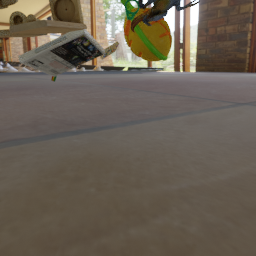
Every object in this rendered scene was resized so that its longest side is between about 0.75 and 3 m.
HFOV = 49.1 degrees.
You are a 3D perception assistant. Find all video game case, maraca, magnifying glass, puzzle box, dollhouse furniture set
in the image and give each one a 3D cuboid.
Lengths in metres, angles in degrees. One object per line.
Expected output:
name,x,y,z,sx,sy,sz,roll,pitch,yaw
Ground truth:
video game case,-1.795,-2.130,8.136,1.910,0.245,2.100,-21,-4,9
maraca,0.578,-3.475,9.821,1.534,2.868,1.967,-35,-32,21
magnifying glass,0.058,-3.310,8.340,0.447,1.123,0.126,12,-3,-7
puzzle box,-0.714,-2.953,10.725,0.678,0.130,1.019,-35,5,-9
dollhouse furniture set,-2.352,-3.071,5.867,2.088,2.195,1.789,-3,17,17

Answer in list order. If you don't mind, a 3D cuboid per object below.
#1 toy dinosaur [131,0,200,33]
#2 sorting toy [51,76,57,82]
toy dinosaur,0.554,-1.893,4.068,0.916,0.530,1.010,-34,20,-23
sorting toy,-2.817,-2.687,11.229,0.265,1.569,0.756,18,-23,-9
